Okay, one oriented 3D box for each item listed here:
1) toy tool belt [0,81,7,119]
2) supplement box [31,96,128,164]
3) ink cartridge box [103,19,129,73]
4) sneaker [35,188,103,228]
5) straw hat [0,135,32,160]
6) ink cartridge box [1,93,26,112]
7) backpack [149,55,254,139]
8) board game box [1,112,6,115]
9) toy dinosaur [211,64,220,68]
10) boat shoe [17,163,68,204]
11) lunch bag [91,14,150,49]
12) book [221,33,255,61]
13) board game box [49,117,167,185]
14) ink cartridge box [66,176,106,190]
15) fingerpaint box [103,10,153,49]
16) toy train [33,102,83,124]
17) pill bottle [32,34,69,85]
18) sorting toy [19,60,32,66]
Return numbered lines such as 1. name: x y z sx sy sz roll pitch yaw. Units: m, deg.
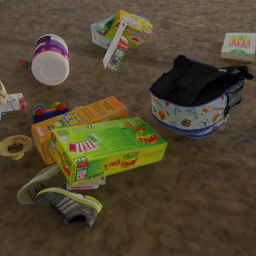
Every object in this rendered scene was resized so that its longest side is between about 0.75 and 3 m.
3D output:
1. toy tool belt: -4.978 -0.707 9.431 1.800 1.771 2.882 -11 52 -23
2. supplement box: -1.453 0.005 8.880 2.922 1.005 0.972 -25 44 -23
3. ink cartridge box: -0.146 -1.307 4.485 0.194 0.769 0.419 21 25 -22
4. sneaker: -1.530 1.961 6.882 1.716 0.634 0.694 7 44 11
5. straw hat: -3.376 0.694 8.470 1.074 0.454 1.074 2 32 -1
6. ink cartridge box: -4.304 -0.947 10.363 0.866 0.371 0.639 -11 41 -28
7. backpack: 2.043 -0.962 9.109 2.697 2.181 2.832 -28 36 -35
8. board game box: -4.907 -0.752 10.425 0.538 0.120 1.027 -17 44 -22
9. toy dinosaur: 4.222 -2.434 12.241 0.622 0.335 1.411 -26 45 -7
10. boat shoe: -2.177 1.434 7.550 1.670 0.624 0.571 -29 24 -21
11. lunch bag: -0.462 -5.162 14.812 2.891 1.114 2.318 -30 49 -30
12. book: 5.590 -4.126 14.139 1.520 0.547 2.276 11 43 17
13. board game box: -0.515 0.511 7.910 2.967 0.706 1.507 -10 39 -35
14. ink cartridge box: -1.146 1.441 7.794 1.083 0.201 0.513 -3 40 0
15. fingerpaint box: -0.008 -3.862 11.078 1.522 1.270 0.558 13 74 -31
16. toy train: -2.341 -0.585 9.797 1.955 0.828 1.131 -17 30 -18
17. pill bottle: -3.320 -3.064 12.079 1.460 1.460 2.596 -7 40 -9
18. sorting toy: -4.772 -2.962 12.973 0.761 0.264 0.262 11 65 16
